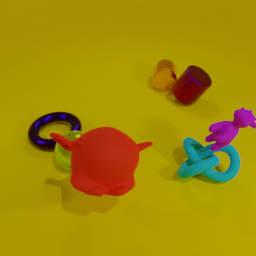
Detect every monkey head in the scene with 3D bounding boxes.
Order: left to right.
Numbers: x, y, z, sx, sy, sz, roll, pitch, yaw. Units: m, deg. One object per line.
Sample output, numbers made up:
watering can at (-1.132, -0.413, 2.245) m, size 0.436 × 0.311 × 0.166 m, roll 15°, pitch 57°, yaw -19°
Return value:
monkey head at (-0.504, 0.572, 4.959) m, size 1.924 × 1.159 × 1.384 m, roll 7°, pitch -8°, yaw -30°

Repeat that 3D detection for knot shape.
knot shape at (1.825, 0.723, 6.275) m, size 1.293 × 0.639 × 1.382 m, roll 6°, pitch 33°, yaw 19°

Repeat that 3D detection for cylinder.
cylinder at (1.250, -1.790, 9.490) m, size 0.810 × 0.810 × 0.810 m, roll 4°, pitch 37°, yaw 5°
cylinder at (1.938, -1.302, 8.569) m, size 0.886 × 0.886 × 0.886 m, roll 17°, pitch 48°, yaw -20°

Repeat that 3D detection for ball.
ball at (-1.207, 0.518, 6.394) m, size 0.919 × 0.919 × 0.919 m, roll 0°, pitch 37°, yaw 0°

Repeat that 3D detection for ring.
ring at (-1.936, 0.045, 7.441) m, size 1.430 × 0.286 × 1.430 m, roll -2°, pitch 40°, yaw 2°

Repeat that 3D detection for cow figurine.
cow figurine at (2.154, 0.024, 5.833) m, size 0.955 × 0.971 × 0.533 m, roll -21°, pitch 62°, yaw -9°
